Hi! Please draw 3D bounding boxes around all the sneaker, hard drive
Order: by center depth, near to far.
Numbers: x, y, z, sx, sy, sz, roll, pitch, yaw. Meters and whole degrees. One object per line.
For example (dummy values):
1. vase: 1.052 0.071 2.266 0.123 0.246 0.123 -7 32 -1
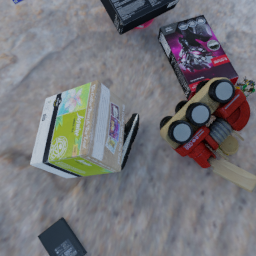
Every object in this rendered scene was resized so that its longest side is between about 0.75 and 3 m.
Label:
1. hard drive: -1.834 3.249 7.810 0.848 0.200 1.215 -36 74 -12
2. sneaker: -0.243 0.294 8.667 0.820 0.709 1.873 18 71 12

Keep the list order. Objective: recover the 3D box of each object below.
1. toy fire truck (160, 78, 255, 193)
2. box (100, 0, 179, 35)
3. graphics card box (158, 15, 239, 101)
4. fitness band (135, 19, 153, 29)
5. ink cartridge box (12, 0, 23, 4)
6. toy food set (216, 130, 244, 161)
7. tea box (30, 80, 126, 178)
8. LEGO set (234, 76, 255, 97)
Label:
1. toy fire truck: 2.729 0.252 8.214 2.480 1.813 2.818 -45 102 0
2. box: 0.384 -4.627 9.809 2.377 0.937 1.677 -29 92 -10
3. graphics card box: 2.346 -2.460 9.655 1.740 0.706 2.774 -18 70 -7
4. fitness band: 0.210 -4.297 10.368 1.593 0.298 1.144 8 83 -8
5. ink cartridge box: -4.514 -5.513 11.048 0.622 0.243 1.313 -33 75 -11
6. toy food set: 3.157 0.515 8.854 0.700 0.204 1.015 44 70 7
7. tea box: -1.291 0.125 7.686 2.063 1.401 2.097 -13 59 31
8. LEGO set: 3.820 -1.307 9.305 0.763 0.587 0.442 -40 30 -18
